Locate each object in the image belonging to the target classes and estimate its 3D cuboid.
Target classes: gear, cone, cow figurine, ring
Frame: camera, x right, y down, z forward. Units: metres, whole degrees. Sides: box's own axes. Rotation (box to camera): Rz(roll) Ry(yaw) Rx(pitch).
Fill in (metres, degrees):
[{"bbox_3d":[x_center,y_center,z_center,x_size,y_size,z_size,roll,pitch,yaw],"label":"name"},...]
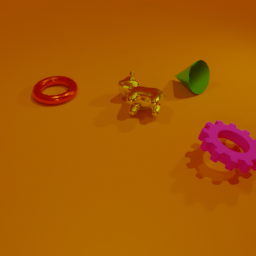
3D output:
[{"bbox_3d":[2.624,0.439,7.135,1.625,0.301,1.625,11,38,-9],"label":"gear"},{"bbox_3d":[2.089,-1.829,9.978,1.151,1.151,1.155,-31,28,-31],"label":"cone"},{"bbox_3d":[0.425,-1.119,8.987,1.641,0.901,1.614,5,45,15],"label":"cow figurine"},{"bbox_3d":[-2.508,-1.329,9.668,1.550,0.310,1.550,0,41,0],"label":"ring"}]
